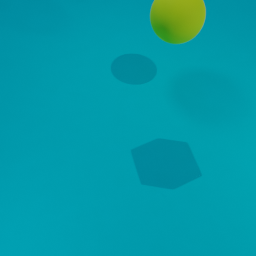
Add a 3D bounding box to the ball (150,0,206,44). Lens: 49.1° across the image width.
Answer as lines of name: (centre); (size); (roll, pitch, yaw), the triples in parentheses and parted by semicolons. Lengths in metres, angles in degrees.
ball: (1.238, -2.818, 7.020); (1.372, 1.372, 1.372); (0, 58, 0)
